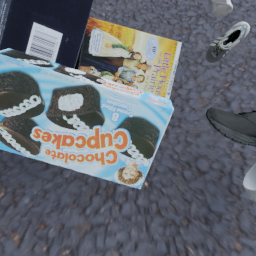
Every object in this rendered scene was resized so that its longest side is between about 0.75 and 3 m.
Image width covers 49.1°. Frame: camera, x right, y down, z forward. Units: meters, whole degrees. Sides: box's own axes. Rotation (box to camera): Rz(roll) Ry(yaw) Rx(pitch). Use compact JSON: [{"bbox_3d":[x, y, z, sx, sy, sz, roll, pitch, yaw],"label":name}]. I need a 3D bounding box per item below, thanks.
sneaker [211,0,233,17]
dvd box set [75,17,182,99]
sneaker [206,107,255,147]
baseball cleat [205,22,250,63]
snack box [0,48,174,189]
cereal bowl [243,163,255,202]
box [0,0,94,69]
[{"bbox_3d":[2.702,-3.823,8.172,0.570,1.514,0.670,-9,79,22],"label":"sneaker"},{"bbox_3d":[0.000,-1.438,6.951,2.648,1.937,0.389,5,14,-29],"label":"dvd box set"},{"bbox_3d":[2.554,-0.047,5.436,2.088,0.948,0.793,22,13,1],"label":"sneaker"},{"bbox_3d":[2.280,-2.018,6.844,0.497,1.426,0.759,48,55,5],"label":"baseball cleat"},{"bbox_3d":[-0.847,-0.090,4.738,2.814,1.635,0.522,17,25,-5],"label":"snack box"},{"bbox_3d":[3.323,0.754,4.859,2.441,2.441,1.016,-34,83,-21],"label":"cereal bowl"},{"bbox_3d":[-2.344,-1.800,6.401,1.531,2.942,2.678,13,7,-34],"label":"box"}]
